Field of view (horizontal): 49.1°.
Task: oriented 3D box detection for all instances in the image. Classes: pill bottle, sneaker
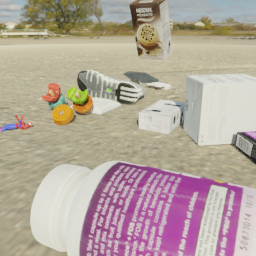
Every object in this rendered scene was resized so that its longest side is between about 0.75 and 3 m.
[{"bbox_3d":[0.203,1.039,2.891,2.297,1.289,1.289,9,22,23],"label":"pill bottle"},{"bbox_3d":[-0.532,-1.573,10.752,2.713,1.018,1.566,22,23,24],"label":"sneaker"}]

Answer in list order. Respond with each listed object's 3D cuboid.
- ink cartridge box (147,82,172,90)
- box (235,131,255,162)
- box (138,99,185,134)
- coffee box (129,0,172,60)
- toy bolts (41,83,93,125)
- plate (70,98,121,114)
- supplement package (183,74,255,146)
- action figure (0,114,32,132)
[{"bbox_3d":[1.349,-1.839,12.381,0.785,0.197,0.904,-15,25,-34],"label":"ink cartridge box"},{"bbox_3d":[3.752,0.480,5.657,2.455,0.443,1.755,-2,20,-9],"label":"box"},{"bbox_3d":[1.039,-0.362,7.905,0.924,0.477,1.585,10,23,26],"label":"box"},{"bbox_3d":[0.921,-3.803,10.780,1.213,2.147,0.857,10,42,29],"label":"coffee box"},{"bbox_3d":[-1.882,-0.588,8.482,1.426,0.989,1.362,19,66,21],"label":"toy bolts"},{"bbox_3d":[-1.099,-0.800,9.507,1.312,0.212,1.314,12,23,28],"label":"plate"},{"bbox_3d":[2.283,-0.488,6.771,1.549,1.481,1.139,-3,20,-7],"label":"supplement package"},{"bbox_3d":[-3.062,-0.167,7.415,0.997,0.494,0.325,-3,20,-15],"label":"action figure"}]
